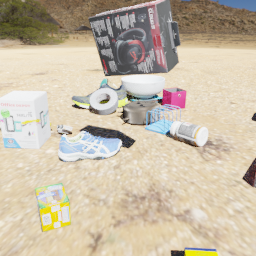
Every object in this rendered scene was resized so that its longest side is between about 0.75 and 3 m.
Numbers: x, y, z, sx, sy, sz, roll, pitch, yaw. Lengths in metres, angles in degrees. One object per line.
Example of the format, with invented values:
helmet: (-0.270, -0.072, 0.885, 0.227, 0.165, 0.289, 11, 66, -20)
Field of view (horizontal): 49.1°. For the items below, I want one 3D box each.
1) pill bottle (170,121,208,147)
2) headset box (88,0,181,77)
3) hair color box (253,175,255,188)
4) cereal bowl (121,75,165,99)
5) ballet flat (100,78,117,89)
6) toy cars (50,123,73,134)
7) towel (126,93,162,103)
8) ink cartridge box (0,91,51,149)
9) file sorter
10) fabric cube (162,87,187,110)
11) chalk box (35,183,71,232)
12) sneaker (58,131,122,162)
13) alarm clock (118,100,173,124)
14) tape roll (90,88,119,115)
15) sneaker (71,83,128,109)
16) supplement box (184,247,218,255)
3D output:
pill bottle: (2.160, 0.171, 9.985, 1.219, 0.709, 0.709, 20, 29, 41)
headset box: (0.228, -1.951, 6.223, 1.905, 1.416, 0.715, 3, 32, 33)
hair color box: (4.105, 1.168, 7.599, 0.922, 0.532, 1.663, 15, 26, 32)
cereal bowl: (0.819, -2.233, 15.396, 2.439, 1.016, 2.439, 0, 20, 0)
ballet flat: (-1.036, -2.140, 16.107, 0.961, 1.038, 2.943, 22, 18, -17)
toy cars: (-2.877, 0.018, 10.811, 1.743, 0.386, 0.782, 10, -7, 18)
towel: (0.755, -1.753, 15.708, 1.751, 0.259, 2.388, -12, 24, -30)
ink cartridge box: (-3.577, -0.326, 9.812, 1.277, 1.740, 1.271, 1, 21, 4)
file sorter: (1.455, -0.389, 11.317, 0.919, 0.813, 1.325, 17, 26, 36)
fabric cube: (2.314, -1.481, 14.067, 0.896, 0.911, 0.914, -8, 22, -22)
chalk box: (-1.671, 1.655, 6.160, 0.630, 0.633, 1.017, -8, 24, -21)
sneaker: (-1.169, 0.535, 8.893, 2.070, 0.797, 0.784, -7, 20, -20)
alarm clock: (0.830, -0.759, 12.252, 2.423, 0.807, 1.634, -4, 18, -12)
tape roll: (-1.113, -1.244, 13.161, 1.318, 0.436, 1.318, -4, 55, 6)
sneaker: (-1.409, -1.664, 14.156, 2.866, 1.160, 1.059, -4, 20, -13)
supplement box: (1.170, 2.408, 4.284, 0.546, 0.543, 0.998, 2, 21, 4)
